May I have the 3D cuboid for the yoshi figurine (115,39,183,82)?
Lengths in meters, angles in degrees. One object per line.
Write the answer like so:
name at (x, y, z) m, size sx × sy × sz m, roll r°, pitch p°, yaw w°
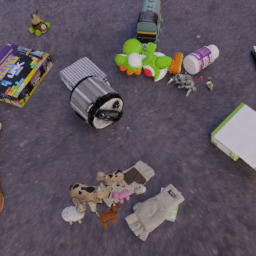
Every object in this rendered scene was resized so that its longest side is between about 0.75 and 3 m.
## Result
yoshi figurine at (0.847, -2.965, 11.400) m, size 2.709 × 1.523 × 1.517 m, roll 8°, pitch 44°, yaw 8°

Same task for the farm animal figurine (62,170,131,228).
farm animal figurine at (-0.725, 1.552, 6.774) m, size 1.523 × 0.803 × 1.539 m, roll -3°, pitch 29°, yaw 7°

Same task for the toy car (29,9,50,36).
toy car at (-4.142, -4.890, 12.811) m, size 0.765 × 0.970 × 0.797 m, roll 27°, pitch 61°, yaw 16°

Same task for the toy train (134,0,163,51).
toy train at (0.950, -4.714, 12.342) m, size 1.169 × 1.564 × 2.744 m, roll 9°, pitch 58°, yaw 5°

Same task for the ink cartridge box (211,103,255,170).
ink cartridge box at (4.050, 0.458, 9.188) m, size 1.573 × 0.806 × 2.128 m, roll -45°, pitch 64°, yaw -3°

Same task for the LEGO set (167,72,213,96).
LEGO set at (2.519, -1.890, 11.167) m, size 1.809 × 0.513 × 1.175 m, roll -13°, pitch 58°, yaw -8°

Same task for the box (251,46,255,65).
box at (6.114, -2.670, 11.749) m, size 1.323 × 0.365 × 1.938 m, roll -2°, pitch 57°, yaw -1°

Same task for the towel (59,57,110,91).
towel at (-1.731, -1.976, 11.106) m, size 1.368 × 0.707 × 1.653 m, roll -37°, pitch 65°, yaw -20°

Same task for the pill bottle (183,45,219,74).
pill bottle at (3.065, -2.888, 11.632) m, size 1.445 × 0.811 × 0.811 m, roll -33°, pitch 63°, yaw -19°

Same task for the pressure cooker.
pressure cooker at (-1.024, -0.822, 9.866) m, size 1.530 × 1.554 × 1.740 m, roll -36°, pitch 64°, yaw -24°

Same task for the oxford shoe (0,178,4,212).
oxford shoe at (-4.189, 2.022, 8.702) m, size 0.473 × 0.472 × 1.326 m, roll -17°, pitch 61°, yaw -12°

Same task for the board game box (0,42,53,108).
board game box at (-4.549, -2.208, 11.262) m, size 2.043 × 0.701 × 2.471 m, roll 18°, pitch 59°, yaw 10°

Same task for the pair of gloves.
pair of gloves at (0.383, 2.094, 8.563) m, size 1.819 × 0.375 × 2.139 m, roll -41°, pitch 53°, yaw -17°

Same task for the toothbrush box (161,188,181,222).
toothbrush box at (1.215, 2.336, 8.554) m, size 0.610 × 0.361 × 0.838 m, roll 13°, pitch 59°, yaw 9°
